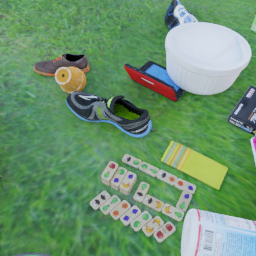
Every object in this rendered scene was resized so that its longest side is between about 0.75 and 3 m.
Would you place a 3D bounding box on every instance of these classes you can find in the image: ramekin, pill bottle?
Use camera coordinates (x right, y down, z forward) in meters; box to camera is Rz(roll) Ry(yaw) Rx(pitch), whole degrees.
[{"bbox_3d":[2.701,-2.430,10.006,2.926,1.363,2.926,1,49,-1],"label":"ramekin"},{"bbox_3d":[2.433,2.680,6.470,2.233,1.214,1.214,11,55,6],"label":"pill bottle"}]

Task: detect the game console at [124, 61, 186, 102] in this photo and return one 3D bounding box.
[{"bbox_3d":[1.115,-1.909,9.902,1.998,1.722,1.186,30,86,20],"label":"game console"}]

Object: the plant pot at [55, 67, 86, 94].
[{"bbox_3d":[-2.044,-1.702,9.655,0.949,0.869,0.949,-1,87,13],"label":"plant pot"}]

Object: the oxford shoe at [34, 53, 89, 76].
[{"bbox_3d":[-2.533,-2.476,10.522,2.084,0.756,0.742,-5,54,-4],"label":"oxford shoe"}]

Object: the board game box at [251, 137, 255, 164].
[{"bbox_3d":[4.824,1.558,7.206,2.923,0.378,2.923,15,45,-3],"label":"board game box"}]

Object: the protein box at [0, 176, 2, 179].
[{"bbox_3d":[-4.679,0.883,7.471,1.744,1.731,1.176,32,60,21],"label":"protein box"}]

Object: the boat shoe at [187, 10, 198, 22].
[{"bbox_3d":[2.769,-4.948,12.518,0.387,0.470,1.368,-25,56,-17],"label":"boat shoe"}]

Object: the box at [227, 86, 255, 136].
[{"bbox_3d":[4.456,-0.455,9.276,1.700,0.425,1.712,33,60,21],"label":"box"}]

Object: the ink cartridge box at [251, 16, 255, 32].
[{"bbox_3d":[6.641,-4.285,11.733,1.597,0.922,2.196,-32,60,-21],"label":"ink cartridge box"}]

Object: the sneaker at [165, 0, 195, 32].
[{"bbox_3d":[2.253,-4.639,12.126,0.997,0.980,2.588,9,54,-16],"label":"sneaker"}]

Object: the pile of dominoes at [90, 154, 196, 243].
[{"bbox_3d":[0.412,1.781,7.652,2.477,0.394,1.931,23,57,16],"label":"pile of dominoes"}]

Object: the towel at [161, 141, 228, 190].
[{"bbox_3d":[1.954,1.086,8.325,1.847,0.167,0.795,26,63,17],"label":"towel"}]

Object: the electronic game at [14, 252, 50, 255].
[{"bbox_3d":[-1.888,3.452,5.121,2.248,0.468,2.248,12,45,-12],"label":"electronic game"}]

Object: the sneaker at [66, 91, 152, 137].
[{"bbox_3d":[-0.592,-0.669,8.925,2.922,1.211,1.036,20,55,14],"label":"sneaker"}]
